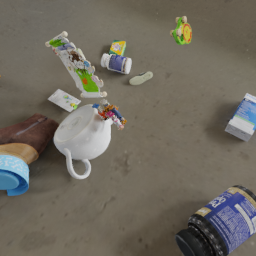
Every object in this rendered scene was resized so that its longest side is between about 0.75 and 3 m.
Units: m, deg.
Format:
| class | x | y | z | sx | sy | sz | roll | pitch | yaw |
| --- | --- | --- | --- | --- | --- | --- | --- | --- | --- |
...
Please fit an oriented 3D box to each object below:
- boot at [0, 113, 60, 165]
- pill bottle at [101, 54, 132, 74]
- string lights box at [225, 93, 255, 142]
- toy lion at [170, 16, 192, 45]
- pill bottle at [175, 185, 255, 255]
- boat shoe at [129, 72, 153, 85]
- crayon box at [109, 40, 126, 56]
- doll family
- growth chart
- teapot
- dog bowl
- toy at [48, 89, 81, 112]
| class | x | y | z | sx | sy | sz | roll | pitch | yaw |
| --- | --- | --- | --- | --- | --- | --- | --- | --- | --- |
| boot | -4.432 | 0.245 | 10.960 | 2.993 | 1.083 | 2.490 | 23 | 47 | 16 |
| pill bottle | -0.547 | -3.013 | 13.056 | 1.299 | 0.752 | 0.752 | 16 | 58 | 11 |
| string lights box | 4.882 | -0.466 | 11.479 | 0.982 | 0.563 | 1.911 | 30 | 62 | 18 |
| toy lion | 2.126 | -3.646 | 10.811 | 0.384 | 1.072 | 1.118 | 4 | 59 | 39 |
| pill bottle | 2.819 | 3.039 | 8.623 | 2.644 | 1.479 | 1.479 | -28 | 61 | -18 |
| boat shoe | 0.575 | -2.281 | 12.865 | 1.121 | 0.403 | 0.379 | -23 | 23 | -7 |
| crayon box | -0.520 | -3.895 | 13.898 | 0.622 | 0.305 | 1.047 | 10 | 57 | 6 |
| doll family | -0.451 | -0.459 | 9.060 | 0.636 | 0.876 | 1.411 | -47 | 42 | -10 |
| growth chart | -1.958 | -2.305 | 10.692 | 0.253 | 2.061 | 2.848 | -41 | 108 | -28 |
| teapot | -1.470 | 0.398 | 10.311 | 2.292 | 1.674 | 2.262 | -40 | 31 | -2 |
| dog bowl | -4.792 | 1.596 | 9.590 | 2.868 | 1.599 | 0.711 | -1 | 46 | 0 |
| toy | -2.729 | -1.130 | 12.085 | 1.253 | 0.296 | 0.721 | 27 | 58 | 20 |
